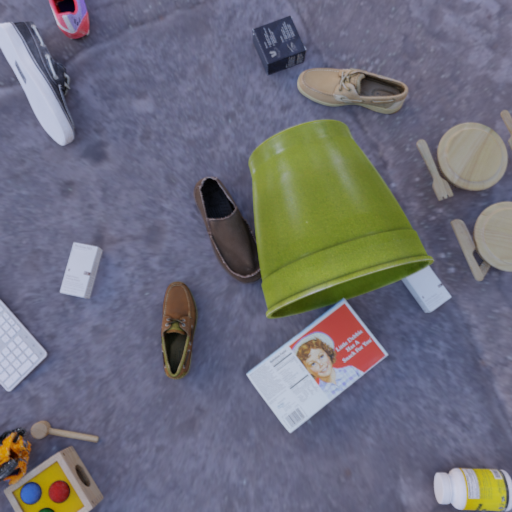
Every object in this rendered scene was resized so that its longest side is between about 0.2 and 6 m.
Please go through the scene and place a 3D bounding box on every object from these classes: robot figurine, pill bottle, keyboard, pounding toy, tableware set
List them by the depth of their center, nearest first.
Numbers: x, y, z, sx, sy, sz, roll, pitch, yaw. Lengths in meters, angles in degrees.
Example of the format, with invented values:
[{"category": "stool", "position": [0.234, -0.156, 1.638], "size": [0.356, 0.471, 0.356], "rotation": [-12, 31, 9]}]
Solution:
[{"category": "robot figurine", "position": [-4.685, 3.808, 9.669], "size": [1.912, 1.386, 0.557], "rotation": [-34, 114, 1]}, {"category": "pounding toy", "position": [-3.522, 3.756, 9.837], "size": [1.597, 0.832, 1.818], "rotation": [-34, 82, -6]}, {"category": "pill bottle", "position": [3.807, 4.107, 9.853], "size": [1.206, 0.678, 0.678], "rotation": [2, 80, 1]}, {"category": "keyboard", "position": [-5.504, 0.919, 10.685], "size": [1.019, 0.193, 3.622], "rotation": [-44, 82, -7]}, {"category": "tableware set", "position": [4.439, -1.102, 10.856], "size": [2.002, 0.607, 3.029], "rotation": [-19, 82, -5]}]

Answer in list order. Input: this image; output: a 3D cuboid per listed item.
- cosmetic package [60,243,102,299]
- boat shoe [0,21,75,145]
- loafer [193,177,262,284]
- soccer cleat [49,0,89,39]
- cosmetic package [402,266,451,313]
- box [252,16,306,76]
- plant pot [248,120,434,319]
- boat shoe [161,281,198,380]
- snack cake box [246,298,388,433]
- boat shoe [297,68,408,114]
[{"category": "cosmetic package", "position": [-3.339, 0.281, 10.713], "size": [0.507, 0.369, 0.997], "rotation": [11, 81, 3]}, {"category": "boat shoe", "position": [-4.152, -3.485, 11.167], "size": [0.891, 0.943, 2.628], "rotation": [-28, 86, -32]}, {"category": "loafer", "position": [-0.583, -0.512, 10.619], "size": [0.849, 0.825, 2.324], "rotation": [-30, 81, -5]}, {"category": "soccer cleat", "position": [-3.997, -5.620, 11.520], "size": [0.784, 0.899, 2.350], "rotation": [-16, 80, -3]}, {"category": "cosmetic package", "position": [3.188, 0.557, 10.652], "size": [0.526, 0.378, 0.933], "rotation": [-35, 82, -4]}, {"category": "box", "position": [0.465, -4.307, 11.478], "size": [0.857, 0.503, 0.843], "rotation": [-21, 80, -4]}, {"category": "plant pot", "position": [1.124, -0.690, 9.650], "size": [2.893, 2.893, 2.785], "rotation": [-18, 78, -3]}, {"category": "boat shoe", "position": [-1.427, 1.351, 10.381], "size": [0.660, 0.623, 1.834], "rotation": [-4, 80, -1]}, {"category": "snack cake box", "position": [1.085, 1.978, 10.200], "size": [2.249, 0.756, 1.293], "rotation": [-36, 80, -6]}, {"category": "boat shoe", "position": [1.926, -3.435, 11.215], "size": [2.188, 0.706, 0.780], "rotation": [9, 80, 2]}]
